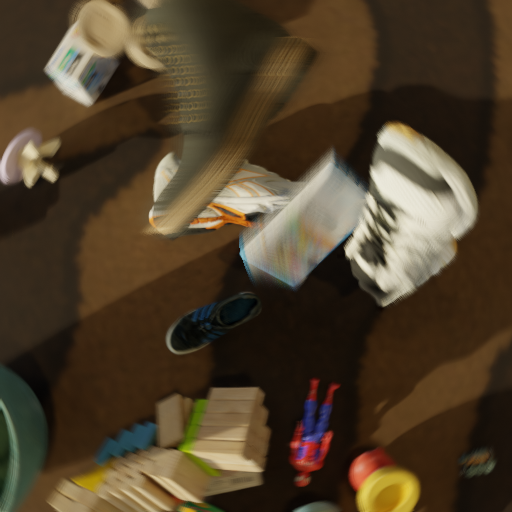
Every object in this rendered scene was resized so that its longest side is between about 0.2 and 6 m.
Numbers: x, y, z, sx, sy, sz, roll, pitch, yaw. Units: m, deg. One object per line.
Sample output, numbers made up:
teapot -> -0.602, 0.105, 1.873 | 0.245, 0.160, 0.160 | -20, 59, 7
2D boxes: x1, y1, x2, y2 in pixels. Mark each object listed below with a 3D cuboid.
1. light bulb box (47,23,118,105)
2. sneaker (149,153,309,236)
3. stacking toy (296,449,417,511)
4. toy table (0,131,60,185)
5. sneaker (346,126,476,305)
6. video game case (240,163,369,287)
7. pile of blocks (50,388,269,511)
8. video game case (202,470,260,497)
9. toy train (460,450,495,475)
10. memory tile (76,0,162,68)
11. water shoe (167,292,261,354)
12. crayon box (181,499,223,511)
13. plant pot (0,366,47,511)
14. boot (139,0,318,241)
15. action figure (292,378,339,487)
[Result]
light bulb box -> -3.163, -3.506, 10.302 | 0.628, 1.006, 0.997 | 29, 84, 4
sneaker -> -0.210, -1.303, 9.907 | 3.391, 1.284, 1.560 | -2, 78, -2
stacking toy -> 1.782, 4.606, 9.451 | 2.376, 1.004, 2.151 | -37, 110, -2
toy table -> -4.055, -1.740, 10.154 | 0.608, 0.954, 1.038 | 17, 77, 17
sneaker -> 1.874, -0.256, 7.320 | 1.456, 3.322, 1.256 | -42, 60, -6
video game case -> 0.729, -0.359, 7.537 | 1.667, 1.193, 0.148 | -45, 47, 15
pile of blocks -> -1.409, 3.454, 9.337 | 3.923, 1.610, 1.219 | -26, 127, 11
video game case -> -0.702, 3.473, 9.747 | 1.360, 0.150, 1.240 | -11, 82, -1
toy train -> 3.826, 3.572, 9.696 | 0.586, 0.250, 0.334 | -14, 73, -2
memory tile -> -1.265, -4.169, 7.979 | 2.242, 0.246, 2.925 | 12, 102, -12
water shoe -> -0.774, 1.115, 9.789 | 1.822, 0.719, 0.652 | -29, 83, -4
crayon box -> -0.569, 4.933, 9.282 | 1.824, 0.531, 1.083 | 25, 89, 2
plant pot -> -4.731, 2.958, 8.650 | 3.067, 2.461, 3.067 | 0, 82, -1
boot -> -0.939, -1.989, 7.165 | 2.169, 1.215, 3.136 | 35, 79, -11
action figure -> 0.980, 3.069, 9.681 | 0.587, 0.463, 1.793 | 13, 85, -1
